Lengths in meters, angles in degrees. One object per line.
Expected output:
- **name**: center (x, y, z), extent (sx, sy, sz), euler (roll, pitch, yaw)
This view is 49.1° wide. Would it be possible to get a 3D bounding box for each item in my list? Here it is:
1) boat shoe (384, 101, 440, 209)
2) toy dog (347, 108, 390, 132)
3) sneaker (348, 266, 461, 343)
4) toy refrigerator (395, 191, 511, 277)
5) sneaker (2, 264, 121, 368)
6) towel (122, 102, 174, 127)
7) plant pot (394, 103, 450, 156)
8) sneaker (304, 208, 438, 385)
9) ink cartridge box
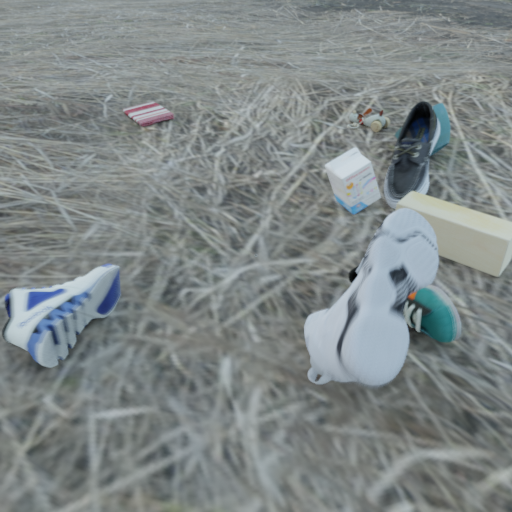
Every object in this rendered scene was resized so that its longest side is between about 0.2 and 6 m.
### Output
- **boat shoe**: center (3.772, -2.518, 13.519), extent (1.062, 1.007, 3.039), euler (10, 60, 33)
- **toy dog**: center (3.474, -4.279, 17.234), extent (1.304, 0.628, 0.860), euler (11, 36, 16)
- **sneaker**: center (2.504, 0.810, 9.794), extent (0.966, 0.862, 2.416), euler (-15, 30, -17)
- **toy refrigerator**: center (4.086, -0.512, 11.592), extent (2.338, 0.888, 0.818), euler (24, 41, 31)
- **sneaker**: center (-3.412, 0.784, 9.498), extent (1.365, 0.955, 2.364), euler (16, 33, 14)
- **towel**: center (-3.496, -4.582, 18.084), extent (1.163, 0.184, 1.615), euler (-22, 39, -25)
- **plant pot**: center (4.723, -3.328, 15.377), extent (1.491, 1.491, 1.004), euler (-26, 82, -33)
- **sneaker**: center (1.661, 0.653, 8.589), extent (1.128, 1.725, 3.001), euler (34, 59, -13)
- **ink cartridge box**: center (2.203, -1.764, 12.864), extent (0.808, 1.257, 0.787), euler (-32, 41, -5)
